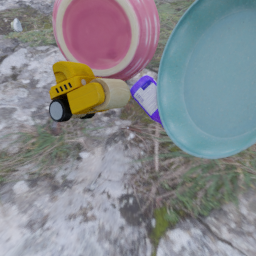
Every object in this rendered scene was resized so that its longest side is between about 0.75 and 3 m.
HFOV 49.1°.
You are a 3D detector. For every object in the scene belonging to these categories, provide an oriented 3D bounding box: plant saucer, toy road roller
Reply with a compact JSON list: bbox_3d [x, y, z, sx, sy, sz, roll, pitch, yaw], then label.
[{"bbox_3d":[-0.656,-2.358,6.780,2.784,2.784,0.706,12,30,12],"label":"plant saucer"},{"bbox_3d":[-0.847,-0.815,5.450,1.602,1.169,0.984,-14,-1,34],"label":"toy road roller"},{"bbox_3d":[1.600,-0.946,4.820,0.536,2.982,2.982,6,38,-32],"label":"plant saucer"}]

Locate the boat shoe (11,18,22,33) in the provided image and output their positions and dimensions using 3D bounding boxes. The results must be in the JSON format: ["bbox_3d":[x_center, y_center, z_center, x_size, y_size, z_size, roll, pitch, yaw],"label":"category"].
[{"bbox_3d":[-3.525,-3.178,8.821,0.260,0.302,0.839,-34,41,7],"label":"boat shoe"}]

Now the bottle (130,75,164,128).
[{"bbox_3d":[0.722,-0.470,6.258,1.523,0.636,0.497,50,16,15],"label":"bottle"}]
